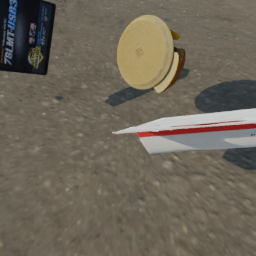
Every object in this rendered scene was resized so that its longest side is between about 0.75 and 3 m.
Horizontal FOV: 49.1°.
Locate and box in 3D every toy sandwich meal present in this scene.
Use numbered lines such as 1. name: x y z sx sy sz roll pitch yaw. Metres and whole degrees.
1. toy sandwich meal: 0.549 -1.842 7.041 0.679 1.983 1.983 -7 37 -46

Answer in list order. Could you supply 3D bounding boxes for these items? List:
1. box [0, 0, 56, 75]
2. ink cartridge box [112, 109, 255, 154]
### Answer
1. box: -2.915 -2.413 7.144 1.926 1.940 0.482 -2 23 -44
2. ink cartridge box: 1.360 0.130 4.520 2.352 0.732 2.923 -5 6 19
